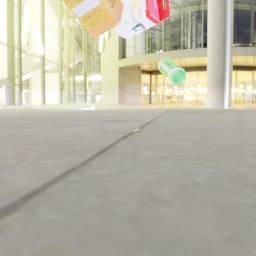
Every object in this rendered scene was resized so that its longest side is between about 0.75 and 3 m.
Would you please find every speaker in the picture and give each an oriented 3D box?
[{"bbox_3d":[1.789,-2.330,11.450,0.726,0.726,1.643,-1,30,-15],"label":"speaker"}]

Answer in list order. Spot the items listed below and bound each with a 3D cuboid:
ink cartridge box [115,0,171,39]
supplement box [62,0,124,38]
[{"bbox_3d":[0.411,-3.706,8.898,1.791,1.041,0.602,-14,-15,37],"label":"ink cartridge box"},{"bbox_3d":[-0.893,-2.524,4.645,0.682,0.660,1.983,-19,-44,32],"label":"supplement box"}]
